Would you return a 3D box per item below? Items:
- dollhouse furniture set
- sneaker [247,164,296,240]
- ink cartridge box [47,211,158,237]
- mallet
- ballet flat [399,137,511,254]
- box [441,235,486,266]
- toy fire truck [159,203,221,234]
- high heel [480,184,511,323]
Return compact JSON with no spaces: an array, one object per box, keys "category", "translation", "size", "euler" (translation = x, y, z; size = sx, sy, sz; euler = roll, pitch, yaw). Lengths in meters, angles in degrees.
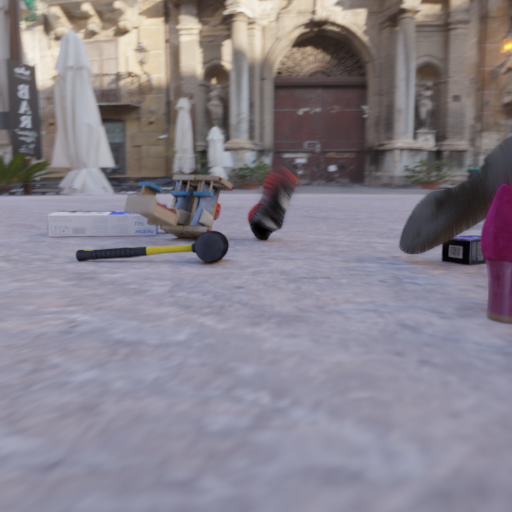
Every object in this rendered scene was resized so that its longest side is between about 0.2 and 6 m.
[{"category":"dollhouse furniture set","translation":[-1.530,-1.184,11.588],"size":[1.265,1.272,1.805],"euler":[5,-13,31]},{"category":"sneaker","translation":[0.359,-1.037,11.674],"size":[0.648,1.835,0.896],"euler":[15,43,-18]},{"category":"ink cartridge box","translation":[-3.566,-0.770,13.259],"size":[2.415,0.534,1.135],"euler":[-1,9,-7]},{"category":"mallet","translation":[-1.630,-0.076,8.759],"size":[2.426,0.499,0.799],"euler":[-4,3,-4]},{"category":"ballet flat","translation":[3.010,-0.701,7.968],"size":[0.675,0.981,2.913],"euler":[20,-28,-12]},{"category":"box","translation":[3.413,-0.099,8.865],"size":[0.764,0.399,0.565],"euler":[-5,9,-31]},{"category":"toy fire truck","translation":[-1.567,-0.928,13.428],"size":[1.391,0.981,0.339],"euler":[14,9,15]},{"category":"high heel","translation":[3.324,-0.085,5.559],"size":[2.622,1.260,0.884],"euler":[-4,9,-30]}]
